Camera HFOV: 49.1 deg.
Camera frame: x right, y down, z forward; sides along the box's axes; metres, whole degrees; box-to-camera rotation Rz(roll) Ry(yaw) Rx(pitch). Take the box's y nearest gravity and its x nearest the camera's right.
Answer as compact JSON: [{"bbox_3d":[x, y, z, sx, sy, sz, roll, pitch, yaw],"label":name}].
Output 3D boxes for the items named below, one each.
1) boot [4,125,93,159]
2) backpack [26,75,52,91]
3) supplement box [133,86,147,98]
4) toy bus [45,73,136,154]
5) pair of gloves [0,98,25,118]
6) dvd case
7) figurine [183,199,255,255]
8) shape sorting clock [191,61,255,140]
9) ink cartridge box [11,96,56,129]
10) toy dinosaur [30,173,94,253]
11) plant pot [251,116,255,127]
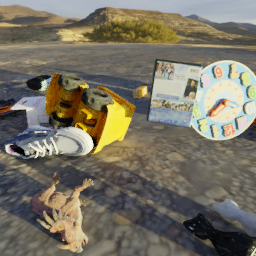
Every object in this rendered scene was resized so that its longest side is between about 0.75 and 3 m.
[{"bbox_3d":[-2.177,0.519,7.624,2.385,0.868,1.078,3,27,30],"label":"boot"},{"bbox_3d":[-4.690,-2.470,15.272,1.029,0.970,1.261,9,44,28],"label":"backpack"},{"bbox_3d":[0.610,-1.812,14.110,0.380,0.393,1.143,6,24,21],"label":"supplement box"},{"bbox_3d":[-0.989,-0.642,8.797,2.503,1.699,2.403,35,30,26],"label":"toy bus"},{"bbox_3d":[-5.293,-0.810,11.675,2.229,0.276,1.986,13,26,37],"label":"pair of gloves"},{"bbox_3d":[1.188,-0.894,7.358,1.200,1.682,0.148,9,19,5],"label":"dvd case"},{"bbox_3d":[1.830,1.704,4.815,1.319,0.568,1.287,-14,21,-34],"label":"figurine"},{"bbox_3d":[2.708,-0.743,7.897,2.257,2.257,0.443,-4,18,-10],"label":"shape sorting clock"},{"bbox_3d":[-2.639,-0.530,10.051,2.576,0.867,1.509,0,23,-1],"label":"ink cartridge box"},{"bbox_3d":[-1.362,1.469,5.175,1.733,0.744,1.175,6,28,31],"label":"toy dinosaur"},{"bbox_3d":[4.947,-0.472,9.443,1.411,1.411,1.372,-14,17,-32],"label":"plant pot"}]
